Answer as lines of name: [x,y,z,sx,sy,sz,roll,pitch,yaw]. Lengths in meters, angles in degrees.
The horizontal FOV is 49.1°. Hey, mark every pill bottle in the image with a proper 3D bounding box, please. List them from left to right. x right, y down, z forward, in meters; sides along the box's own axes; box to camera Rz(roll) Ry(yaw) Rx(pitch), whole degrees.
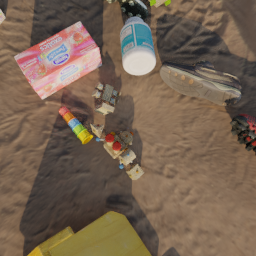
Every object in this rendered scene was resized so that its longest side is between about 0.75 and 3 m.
pill bottle: [0.285,-2.682,8.940,1.026,1.026,1.852,-4,60,-1]

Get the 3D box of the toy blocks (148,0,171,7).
toy blocks: [1.163,-5.151,10.084,1.717,0.858,1.174,-36,65,-7]

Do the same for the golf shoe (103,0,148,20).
golf shoe: [-0.041,-4.656,9.886,2.103,0.812,0.926,37,70,10]

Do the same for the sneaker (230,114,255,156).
sneaker: [4.485,0.326,8.248,2.980,1.053,1.456,34,77,7]

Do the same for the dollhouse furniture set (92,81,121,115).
dollhouse furniture set: [-0.647,-0.927,8.683,0.798,0.604,0.910,23,72,-27]

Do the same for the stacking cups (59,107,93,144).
stacking cups: [-1.673,-0.115,8.708,0.409,0.409,1.353,-40,78,-11]

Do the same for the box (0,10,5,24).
box: [-4.938,-3.747,9.703,0.640,0.577,1.138,30,76,9]

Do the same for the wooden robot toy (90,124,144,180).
wooden robot toy: [-0.133,0.458,8.353,0.962,0.934,2.120,-38,77,-21]

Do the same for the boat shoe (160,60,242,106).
boat shoe: [2.319,-1.573,8.955,2.680,0.998,0.983,21,65,-3]

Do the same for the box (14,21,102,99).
box: [-2.146,-2.126,8.940,2.349,1.112,1.206,-31,76,-9]

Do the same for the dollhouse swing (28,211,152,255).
dollhouse swing: [-1.023,4.074,7.373,2.566,2.482,2.823,-47,72,29]
